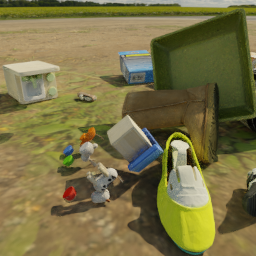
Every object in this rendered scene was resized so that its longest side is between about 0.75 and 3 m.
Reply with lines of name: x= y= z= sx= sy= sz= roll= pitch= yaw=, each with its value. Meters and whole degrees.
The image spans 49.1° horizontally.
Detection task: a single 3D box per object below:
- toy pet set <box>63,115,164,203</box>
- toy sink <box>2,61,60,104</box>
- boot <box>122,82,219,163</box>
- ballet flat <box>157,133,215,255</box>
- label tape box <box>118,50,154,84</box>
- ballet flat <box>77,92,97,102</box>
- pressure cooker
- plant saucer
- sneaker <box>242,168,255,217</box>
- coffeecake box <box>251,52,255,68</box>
toy pet set: x=-0.338 y=0.726 z=6.315 sx=2.018 sy=1.148 sz=2.162 roll=-39 pitch=25 yaw=6
toy sink: x=-3.623 y=-1.732 z=10.662 sx=1.489 sy=1.280 sz=2.284 roll=-18 pitch=26 yaw=-33
boot: x=1.063 y=-0.112 z=7.663 sx=2.679 sy=0.886 sz=2.346 roll=-4 pitch=55 yaw=29
ballet flat: x=1.050 y=0.975 z=5.445 sx=0.960 sy=0.963 sz=2.872 roll=2 pitch=26 yaw=3
label tape box: x=0.468 y=-2.947 z=13.328 sx=1.532 sy=0.707 sz=2.138 roll=-8 pitch=39 yaw=-14
ballet flat: x=-1.615 y=-1.172 z=10.651 sx=0.856 sy=0.291 sz=0.288 roll=9 pitch=36 yaw=21
pressure cooker: x=3.888 y=-0.870 z=8.381 sx=1.747 sy=1.774 sz=1.986 roll=39 pitch=14 yaw=-24
plant saucer: x=2.110 y=-1.490 z=7.995 sx=2.823 sy=2.827 sz=0.677 roll=-8 pitch=-5 yaw=36
sneaker: x=2.597 y=1.179 z=5.515 sx=1.738 sy=0.644 sz=0.769 roll=-13 pitch=20 yaw=-37
coffeecake box: x=5.023 y=-1.813 z=10.438 sx=0.759 sy=1.595 sz=2.078 roll=-11 pitch=28 yaw=-21
